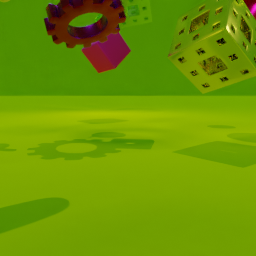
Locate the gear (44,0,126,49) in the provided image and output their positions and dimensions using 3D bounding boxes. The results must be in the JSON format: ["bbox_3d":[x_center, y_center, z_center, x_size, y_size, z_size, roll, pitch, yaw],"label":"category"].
[{"bbox_3d":[-0.992,-2.544,6.613,1.865,0.345,1.865,-16,-12,-3],"label":"gear"}]

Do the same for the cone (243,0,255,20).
[{"bbox_3d":[2.886,-2.598,7.736,1.507,1.513,1.507,23,-22,10],"label":"cone"}]

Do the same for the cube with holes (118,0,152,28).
[{"bbox_3d":[0.095,-3.344,7.339,0.894,0.894,0.894,-9,-32,7],"label":"cube with holes"}]

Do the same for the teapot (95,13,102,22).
[{"bbox_3d":[-0.479,-3.441,8.530,0.943,0.742,1.516,-23,16,49],"label":"teapot"}]

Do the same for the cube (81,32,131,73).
[{"bbox_3d":[-0.921,-3.292,11.899,1.270,1.270,1.270,-1,45,50],"label":"cube"}]

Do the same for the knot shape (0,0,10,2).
[{"bbox_3d":[-2.729,-3.429,6.785,1.159,0.535,1.084,14,41,39],"label":"knot shape"}]

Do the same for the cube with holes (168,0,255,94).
[{"bbox_3d":[1.900,-1.818,6.023,1.335,1.335,1.335,36,-34,-31],"label":"cube with holes"}]
